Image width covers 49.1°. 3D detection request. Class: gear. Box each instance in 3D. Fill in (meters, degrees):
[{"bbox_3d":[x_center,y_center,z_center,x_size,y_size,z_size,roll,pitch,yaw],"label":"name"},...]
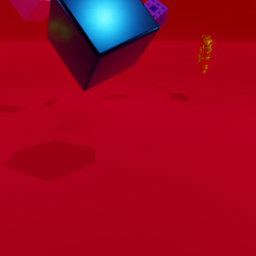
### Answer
[{"bbox_3d":[2.966,-2.882,11.010,0.275,1.486,1.486,6,19,4],"label":"gear"}]

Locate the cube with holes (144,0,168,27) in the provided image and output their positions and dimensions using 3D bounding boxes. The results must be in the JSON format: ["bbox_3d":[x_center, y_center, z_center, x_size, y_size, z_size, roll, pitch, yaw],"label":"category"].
[{"bbox_3d":[0.893,-4.092,10.204,0.739,0.739,0.739,43,75,12],"label":"cube with holes"}]

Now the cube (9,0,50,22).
[{"bbox_3d":[-2.779,-3.723,8.176,0.824,0.824,0.824,-37,1,27],"label":"cube"}]

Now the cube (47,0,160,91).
[{"bbox_3d":[-0.483,-1.624,4.779,1.255,1.255,1.255,-33,-4,-25],"label":"cube"}]
